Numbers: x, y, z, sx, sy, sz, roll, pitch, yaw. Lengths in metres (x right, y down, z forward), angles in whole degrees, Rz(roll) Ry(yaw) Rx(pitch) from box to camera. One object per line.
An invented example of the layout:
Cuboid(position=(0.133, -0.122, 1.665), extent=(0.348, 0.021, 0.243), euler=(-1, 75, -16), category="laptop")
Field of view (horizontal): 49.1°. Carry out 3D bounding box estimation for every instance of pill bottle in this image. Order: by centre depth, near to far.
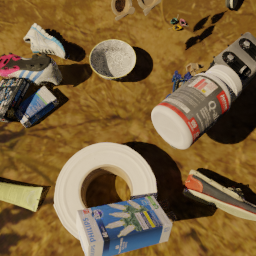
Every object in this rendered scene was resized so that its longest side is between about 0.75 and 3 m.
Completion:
Cuboid(position=(1.803, -0.601, 7.214), extent=(2.253, 1.305, 1.305), euler=(-39, 73, -19), category="pill bottle")

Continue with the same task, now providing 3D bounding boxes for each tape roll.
Cuboid(position=(-0.629, 1.949, 8.293), extent=(2.943, 1.029, 2.943), euler=(0, 68, 0), category="tape roll")

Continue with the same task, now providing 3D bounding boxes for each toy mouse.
Cuboid(position=(2.009, -4.225, 11.269), extent=(0.839, 0.162, 0.745), euler=(0, 68, 0), category="toy mouse")

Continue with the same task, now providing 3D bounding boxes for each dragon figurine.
Cuboid(position=(1.541, -0.676, 9.247), extent=(0.745, 1.259, 2.532), euler=(13, 69, 6), category="dragon figurine")

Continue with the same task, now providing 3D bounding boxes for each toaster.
Cuboid(position=(3.408, -1.779, 9.387), extent=(1.921, 2.125, 1.261), euler=(-38, 75, -22), category="toaster")

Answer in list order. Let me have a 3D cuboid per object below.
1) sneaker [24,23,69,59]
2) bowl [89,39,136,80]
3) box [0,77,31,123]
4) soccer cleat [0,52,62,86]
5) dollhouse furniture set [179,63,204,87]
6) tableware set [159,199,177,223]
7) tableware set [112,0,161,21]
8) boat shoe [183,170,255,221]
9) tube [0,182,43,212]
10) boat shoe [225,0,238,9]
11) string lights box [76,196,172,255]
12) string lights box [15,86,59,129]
Cuboid(position=(-3.101, -3.040, 10.550), extent=(2.118, 0.794, 0.918), euler=(37, 79, 22), category="sneaker")
Cuboid(position=(-0.541, -2.313, 10.171), extent=(1.642, 0.771, 1.642), euler=(0, 68, -1), category="bowl")
Cuboid(position=(-4.149, -0.977, 9.555), extent=(1.269, 0.367, 1.596), euler=(4, 64, 33), category="box")
Cuboid(position=(-3.607, -1.965, 9.993), extent=(2.833, 1.223, 0.989), euler=(8, 60, 29), category="soccer cleat")
Cuboid(position=(2.396, -1.236, 9.727), extent=(0.796, 0.932, 1.797), euler=(-1, 74, -29), category="dollhouse furniture set")
Cuboid(position=(1.044, 2.595, 8.557), extent=(0.704, 0.098, 0.843), euler=(-22, 70, -8), category="tableware set")
Cuboid(position=(0.110, -4.027, 7.735), extent=(1.635, 1.958, 0.227), euler=(-28, 35, -15), category="tableware set")
Cuboid(position=(2.961, 2.054, 8.387), extent=(2.577, 0.917, 0.806), euler=(20, 67, 13), category="boat shoe")
Cuboid(position=(-3.657, 2.007, 8.635), extent=(1.920, 0.557, 0.498), euler=(12, 31, 2), category="tube")
Cuboid(position=(4.183, -6.119, 11.740), extent=(0.927, 0.985, 2.742), euler=(-2, 70, 26), category="boat shoe")
Cuboid(position=(-0.109, 2.284, 6.521), extent=(1.996, 0.589, 1.026), euler=(-4, 30, -24), category="string lights box")
Cuboid(position=(-3.212, -0.732, 9.713), extent=(1.419, 0.418, 0.729), euler=(-40, 71, -15), category="string lights box")
